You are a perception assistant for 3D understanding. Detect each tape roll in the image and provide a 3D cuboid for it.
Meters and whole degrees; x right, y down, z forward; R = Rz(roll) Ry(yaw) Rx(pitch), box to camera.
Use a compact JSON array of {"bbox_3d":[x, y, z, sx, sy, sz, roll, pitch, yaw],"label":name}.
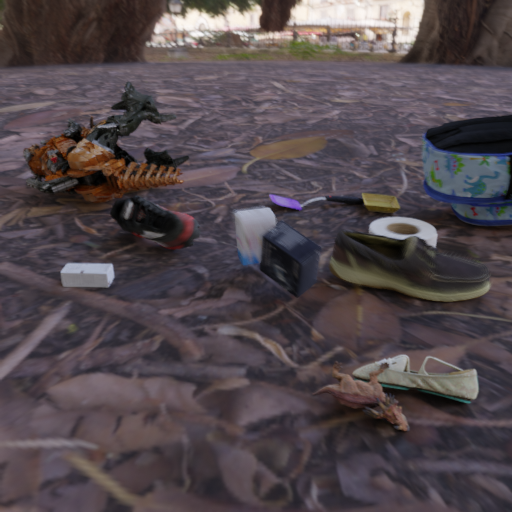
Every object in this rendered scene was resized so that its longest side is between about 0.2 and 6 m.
[{"bbox_3d":[3.029,-0.354,11.652,1.360,0.476,1.360,0,24,0],"label":"tape roll"}]

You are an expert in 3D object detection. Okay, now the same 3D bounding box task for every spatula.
[{"bbox_3d":[1.578,-1.379,14.169,2.456,0.252,0.694,-3,26,-7],"label":"spatula"}]

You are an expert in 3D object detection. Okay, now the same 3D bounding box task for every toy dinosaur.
[{"bbox_3d":[1.297,1.759,7.019,1.206,0.518,0.817,2,27,8],"label":"toy dinosaur"},{"bbox_3d":[-3.827,-2.349,14.649,5.288,2.701,3.589,33,52,21],"label":"toy dinosaur"}]

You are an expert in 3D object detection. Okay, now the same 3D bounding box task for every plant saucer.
[{"bbox_3d":[3.078,-1.291,13.959,0.862,0.209,0.862,6,27,2],"label":"plant saucer"}]

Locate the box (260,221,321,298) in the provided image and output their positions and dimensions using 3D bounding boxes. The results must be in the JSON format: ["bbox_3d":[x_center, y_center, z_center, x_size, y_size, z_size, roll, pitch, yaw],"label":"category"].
[{"bbox_3d":[0.561,0.055,9.519,0.920,0.905,0.540,36,56,28],"label":"box"}]

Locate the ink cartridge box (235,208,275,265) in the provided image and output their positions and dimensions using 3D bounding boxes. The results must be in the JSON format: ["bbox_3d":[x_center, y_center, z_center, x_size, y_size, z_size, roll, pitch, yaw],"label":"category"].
[{"bbox_3d":[-0.004,-0.367,10.474,0.683,0.945,0.400,-9,25,-10],"label":"ink cartridge box"}]

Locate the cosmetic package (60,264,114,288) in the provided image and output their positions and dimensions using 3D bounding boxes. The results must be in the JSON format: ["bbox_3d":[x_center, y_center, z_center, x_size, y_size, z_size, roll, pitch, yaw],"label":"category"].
[{"bbox_3d":[-3.100,0.355,10.310,0.857,0.317,0.435,-1,25,0],"label":"cosmetic package"}]

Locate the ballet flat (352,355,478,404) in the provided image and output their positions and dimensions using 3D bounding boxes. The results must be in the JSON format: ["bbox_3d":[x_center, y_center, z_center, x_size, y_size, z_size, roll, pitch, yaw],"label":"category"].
[{"bbox_3d":[2.097,1.549,7.411,1.594,0.497,0.538,8,-3,11],"label":"ballet flat"}]

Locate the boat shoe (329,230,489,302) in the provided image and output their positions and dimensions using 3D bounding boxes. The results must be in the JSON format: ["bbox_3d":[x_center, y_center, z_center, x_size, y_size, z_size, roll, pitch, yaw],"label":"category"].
[{"bbox_3d":[2.723,0.116,9.938,2.809,0.910,1.028,6,33,10],"label":"boat shoe"}]

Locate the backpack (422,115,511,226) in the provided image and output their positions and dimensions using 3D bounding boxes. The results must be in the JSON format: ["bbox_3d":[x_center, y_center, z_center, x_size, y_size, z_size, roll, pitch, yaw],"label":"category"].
[{"bbox_3d":[5.463,-1.970,13.027,3.042,2.236,2.784,-1,24,7],"label":"backpack"}]

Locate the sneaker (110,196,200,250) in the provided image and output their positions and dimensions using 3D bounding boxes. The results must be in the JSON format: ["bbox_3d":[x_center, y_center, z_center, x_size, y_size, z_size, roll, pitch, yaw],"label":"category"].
[{"bbox_3d":[-2.180,-0.715,11.628,2.271,0.803,1.110,17,-7,38],"label":"sneaker"}]
